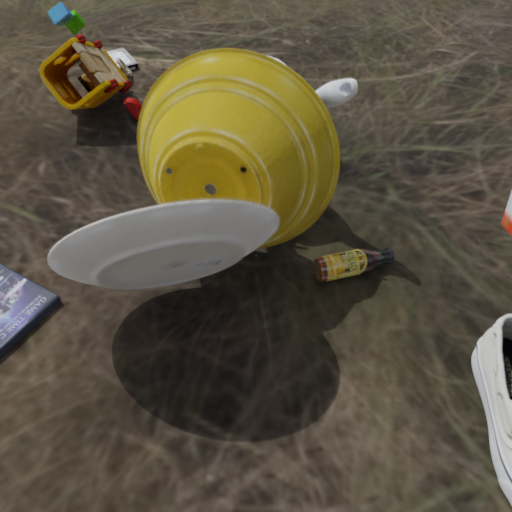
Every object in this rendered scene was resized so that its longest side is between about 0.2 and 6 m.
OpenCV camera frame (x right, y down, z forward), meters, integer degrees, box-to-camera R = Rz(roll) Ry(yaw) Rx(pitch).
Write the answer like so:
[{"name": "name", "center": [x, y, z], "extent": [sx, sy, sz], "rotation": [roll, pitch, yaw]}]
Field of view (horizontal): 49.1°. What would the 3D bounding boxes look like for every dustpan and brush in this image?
[{"name": "dustpan and brush", "center": [0.360, -2.289, 8.884], "extent": [0.932, 2.272, 3.255], "rotation": [-8, 5, -23]}]

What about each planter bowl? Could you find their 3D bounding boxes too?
[{"name": "planter bowl", "center": [-0.478, -1.177, 7.961], "extent": [3.176, 3.176, 1.323], "rotation": [11, 32, 10]}]

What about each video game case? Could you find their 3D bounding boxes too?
[{"name": "video game case", "center": [-4.161, 0.709, 8.397], "extent": [1.987, 0.188, 1.419], "rotation": [24, 51, 20]}]

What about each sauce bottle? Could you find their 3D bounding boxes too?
[{"name": "sauce bottle", "center": [1.550, 0.101, 8.817], "extent": [1.262, 0.417, 0.417], "rotation": [-13, 48, -11]}]

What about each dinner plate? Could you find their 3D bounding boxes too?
[{"name": "dinner plate", "center": [-1.100, -0.001, 7.153], "extent": [2.928, 2.928, 0.355], "rotation": [-11, 77, -10]}]

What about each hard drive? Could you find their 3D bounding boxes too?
[{"name": "hard drive", "center": [-3.336, -4.728, 13.598], "extent": [0.655, 0.177, 0.937], "rotation": [-23, 50, -21]}]

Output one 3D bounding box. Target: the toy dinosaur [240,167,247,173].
[{"name": "toy dinosaur", "center": [-0.028, -1.418, 8.335], "extent": [1.208, 2.741, 0.650], "rotation": [-1, 49, 40]}]

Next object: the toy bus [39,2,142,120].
[{"name": "toy bus", "center": [-3.591, -3.750, 11.857], "extent": [1.256, 2.430, 2.293], "rotation": [-34, 57, 10]}]

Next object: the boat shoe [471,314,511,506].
[{"name": "boat shoe", "center": [3.378, 1.963, 6.674], "extent": [1.012, 0.924, 2.811], "rotation": [2, 46, 2]}]

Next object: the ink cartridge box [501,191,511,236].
[{"name": "ink cartridge box", "center": [3.576, -0.413, 7.175], "extent": [0.396, 1.571, 0.856], "rotation": [-5, 38, -7]}]
